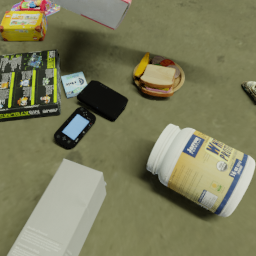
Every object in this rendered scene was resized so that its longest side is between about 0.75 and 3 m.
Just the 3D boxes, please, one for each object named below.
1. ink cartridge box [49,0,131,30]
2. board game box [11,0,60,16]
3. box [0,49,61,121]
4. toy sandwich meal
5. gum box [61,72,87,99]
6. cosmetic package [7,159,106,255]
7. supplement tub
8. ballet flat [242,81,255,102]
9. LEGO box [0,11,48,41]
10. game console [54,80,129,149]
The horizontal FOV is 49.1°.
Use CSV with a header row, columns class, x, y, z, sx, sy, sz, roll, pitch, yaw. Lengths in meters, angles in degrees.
class,x,y,z,sx,sy,sz,roll,pitch,yaw
ink cartridge box,-0.851,-4.610,8.133,2.095,1.183,2.859,18,61,-17
board game box,-4.223,-5.574,12.614,2.206,0.430,1.743,-34,62,-22
box,-3.682,-1.522,9.666,2.645,0.651,2.739,-7,55,-7
toy sandwich meal,1.082,-1.950,9.906,2.052,0.703,2.052,0,55,0
gum box,-1.872,-1.527,9.914,0.793,0.208,0.934,-16,58,-11
cosmetic package,-1.540,2.261,6.528,1.218,1.443,2.702,16,55,10
supplement tub,1.817,1.011,7.236,2.317,1.673,1.673,27,59,17
ballet flat,4.374,-1.291,9.596,0.415,0.460,1.223,-15,56,-7
LEGO box,-4.261,-4.204,11.526,1.636,0.631,1.218,0,55,0
game console,-1.239,-0.376,8.973,1.520,0.311,2.577,31,63,12
